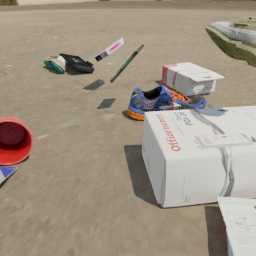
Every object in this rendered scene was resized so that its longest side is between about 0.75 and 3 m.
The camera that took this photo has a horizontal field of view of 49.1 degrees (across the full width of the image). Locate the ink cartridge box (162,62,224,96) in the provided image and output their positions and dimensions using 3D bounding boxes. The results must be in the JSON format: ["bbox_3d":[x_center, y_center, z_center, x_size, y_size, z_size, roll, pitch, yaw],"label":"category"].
[{"bbox_3d":[2.452,-1.876,10.883,1.342,0.777,2.303,-11,28,-20],"label":"ink cartridge box"}]

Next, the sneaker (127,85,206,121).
[{"bbox_3d":[1.235,-0.822,8.654,2.503,0.982,0.943,-5,29,-8],"label":"sneaker"}]

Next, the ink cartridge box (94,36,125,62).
[{"bbox_3d":[-0.609,-2.944,10.374,0.659,0.258,1.391,-16,27,45],"label":"ink cartridge box"}]

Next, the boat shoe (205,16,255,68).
[{"bbox_3d":[2.473,-1.928,5.990,0.734,0.802,2.146,-44,37,10],"label":"boat shoe"}]

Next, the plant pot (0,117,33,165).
[{"bbox_3d":[-2.843,0.212,6.733,1.095,1.095,0.969,-9,19,-16],"label":"plant pot"}]

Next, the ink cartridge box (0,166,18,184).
[{"bbox_3d":[-3.997,1.088,4.995,2.944,0.599,2.949,2,19,3],"label":"ink cartridge box"}]

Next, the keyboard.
[{"bbox_3d":[-2.380,-3.151,13.667,1.461,0.312,2.434,2,26,-31],"label":"keyboard"}]

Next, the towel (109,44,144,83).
[{"bbox_3d":[-0.039,-1.999,8.635,0.141,1.301,0.954,41,31,-8],"label":"towel"}]

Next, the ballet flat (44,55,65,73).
[{"bbox_3d":[-3.391,-3.135,13.292,1.906,0.649,0.641,29,72,42],"label":"ballet flat"}]

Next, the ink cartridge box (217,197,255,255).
[{"bbox_3d":[2.408,1.966,3.949,1.995,0.617,2.460,2,20,6],"label":"ink cartridge box"}]

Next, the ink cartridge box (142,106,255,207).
[{"bbox_3d":[1.839,0.481,5.969,2.800,1.159,2.052,-4,28,-7],"label":"ink cartridge box"}]
